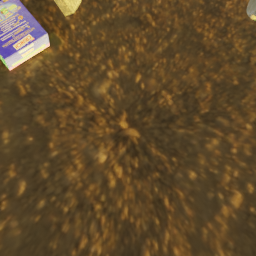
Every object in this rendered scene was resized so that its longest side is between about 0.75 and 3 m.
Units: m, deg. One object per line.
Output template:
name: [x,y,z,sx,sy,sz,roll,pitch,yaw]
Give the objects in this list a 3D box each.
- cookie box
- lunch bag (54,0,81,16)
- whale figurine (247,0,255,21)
cookie box: [-3.263,-2.690,7.850,1.399,0.615,1.636,-38,81,-15]
lunch bag: [-1.756,-3.819,8.276,0.447,0.623,0.760,0,52,36]
whale figurine: [3.856,-3.341,7.418,0.742,1.430,1.137,21,90,-18]
